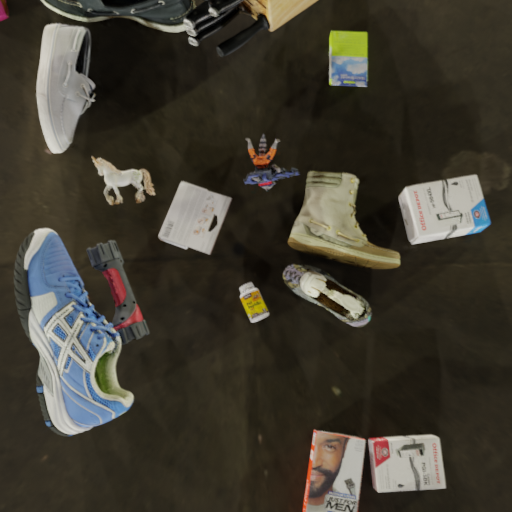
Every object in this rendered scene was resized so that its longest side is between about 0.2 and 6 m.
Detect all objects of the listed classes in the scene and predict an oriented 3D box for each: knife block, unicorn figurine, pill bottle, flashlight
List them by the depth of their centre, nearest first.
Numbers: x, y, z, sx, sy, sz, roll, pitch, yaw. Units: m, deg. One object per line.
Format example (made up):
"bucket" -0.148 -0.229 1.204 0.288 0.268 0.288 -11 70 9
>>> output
"flashlight" -2.350 0.620 9.362 0.580 0.578 1.706 -22 90 -2
"unicorn figurine" -2.297 -1.261 9.435 1.136 0.420 0.780 -10 97 -43
"pill bottle" -0.054 0.798 9.630 0.348 0.348 0.637 -24 78 -5
"knife block" 0.309 -4.987 10.421 1.096 3.426 3.007 47 122 20

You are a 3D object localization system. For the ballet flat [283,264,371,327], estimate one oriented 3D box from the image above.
"ballet flat" 1.235 0.615 9.553 1.699 0.611 0.611 31 79 7

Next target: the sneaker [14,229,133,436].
"sneaker" -2.822 1.122 8.845 1.257 1.235 3.263 -13 94 13

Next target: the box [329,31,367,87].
"box" 1.757 -3.707 10.691 0.708 0.277 1.161 2 77 0

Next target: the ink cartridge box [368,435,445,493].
"ink cartridge box" 2.411 3.326 8.995 1.083 0.449 0.795 -4 76 0

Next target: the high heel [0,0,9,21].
"high heel" -5.019 -5.487 10.907 0.913 0.640 1.900 11 92 13

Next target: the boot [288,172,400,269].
"boot" 1.669 -0.634 9.786 1.950 0.703 1.508 15 77 5

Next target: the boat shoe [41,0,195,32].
"boat shoe" -2.732 -5.088 10.610 3.146 1.043 1.176 17 78 4

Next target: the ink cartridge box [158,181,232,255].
"ink cartridge box" -1.075 -0.653 9.995 0.993 0.252 1.127 19 78 7

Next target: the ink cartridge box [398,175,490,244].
"ink cartridge box" 3.299 -0.812 9.892 1.298 0.547 0.948 -11 77 -2

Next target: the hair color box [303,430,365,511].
"hair color box" 1.229 3.599 8.932 0.812 0.468 1.464 9 76 2

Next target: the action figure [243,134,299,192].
"action figure" 0.250 -1.619 9.904 0.993 0.519 0.960 -3 121 -5

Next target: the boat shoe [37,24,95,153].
"boat shoe" -3.420 -3.110 10.317 0.881 0.926 2.573 -4 68 0
